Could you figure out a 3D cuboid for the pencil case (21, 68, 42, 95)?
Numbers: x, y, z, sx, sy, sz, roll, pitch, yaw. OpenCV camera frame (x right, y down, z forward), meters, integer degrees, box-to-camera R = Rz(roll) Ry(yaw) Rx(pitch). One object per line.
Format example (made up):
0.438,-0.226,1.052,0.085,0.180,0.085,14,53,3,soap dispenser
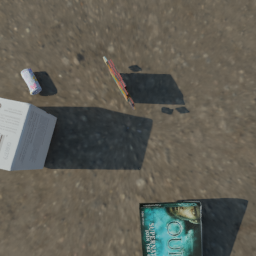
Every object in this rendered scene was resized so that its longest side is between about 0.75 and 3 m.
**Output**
-3.067,-1.467,8.874,0.378,0.346,0.833,-30,83,23,pencil case

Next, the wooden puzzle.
-0.242,-1.363,8.363,0.133,1.123,1.893,-30,86,-2,wooden puzzle

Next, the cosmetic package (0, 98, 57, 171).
-3.302,0.155,7.816,1.718,2.085,1.720,14,84,5,cosmetic package

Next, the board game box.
1.235,3.311,7.926,1.706,0.355,2.523,-4,102,4,board game box
